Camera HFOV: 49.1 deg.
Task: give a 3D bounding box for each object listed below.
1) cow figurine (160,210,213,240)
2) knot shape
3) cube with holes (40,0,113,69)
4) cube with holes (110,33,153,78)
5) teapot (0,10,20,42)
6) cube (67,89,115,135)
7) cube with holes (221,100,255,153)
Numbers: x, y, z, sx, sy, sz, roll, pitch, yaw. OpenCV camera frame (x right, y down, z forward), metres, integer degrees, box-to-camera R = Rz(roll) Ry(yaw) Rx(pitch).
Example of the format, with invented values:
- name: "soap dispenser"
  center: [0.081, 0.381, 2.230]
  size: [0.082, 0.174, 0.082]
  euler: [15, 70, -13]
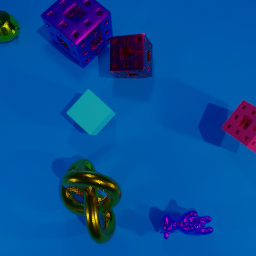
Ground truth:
- name: "cow figurine"
  center: [1.262, 2.203, 6.324]
  size: [1.014, 0.998, 0.557]
  euler: [24, 49, -28]
- name: "knot shape"
  center: [-0.781, 1.630, 6.157]
  size: [0.908, 1.964, 1.838]
  euler: [-28, 97, -28]
- name: "cube with holes"
  center: [-1.272, -2.623, 7.379]
  size: [1.221, 1.221, 1.221]
  euler: [41, 79, 10]
- name: "cube with holes"
  center: [0.102, -1.798, 7.139]
  size: [0.872, 0.872, 0.872]
  euler: [0, 89, 18]
- name: "teapot"
  center: [-3.431, -2.823, 7.690]
  size: [1.383, 0.677, 0.860]
  euler: [27, 72, 12]
- name: "cube"
  center: [-0.878, -0.358, 6.839]
  size: [0.773, 0.773, 0.773]
  euler: [43, 90, 5]
- name: "cube with holes"
  center: [2.850, 0.015, 6.403]
  size: [0.810, 0.810, 0.810]
  euler: [-54, 39, 11]
